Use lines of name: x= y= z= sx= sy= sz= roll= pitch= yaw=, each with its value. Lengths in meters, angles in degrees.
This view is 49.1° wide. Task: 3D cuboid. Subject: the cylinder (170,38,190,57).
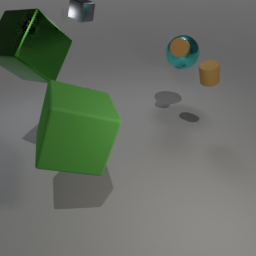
cylinder: x=1.990 y=-3.067 z=10.704 sx=0.700 sy=0.700 sz=0.700 roll=9 pitch=17 yaw=15

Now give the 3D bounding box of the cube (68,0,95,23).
cube: x=-1.774 y=-4.530 z=10.744 sx=0.700 sy=0.700 sz=0.700 roll=30 pitch=37 yaw=22

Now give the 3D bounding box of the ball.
ball: x=2.290 y=-3.170 z=11.778 sx=1.400 sy=1.400 sz=1.400 roll=0 pitch=30 yaw=0

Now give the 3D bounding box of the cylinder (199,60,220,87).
cylinder: x=2.934 y=-1.963 z=10.089 sx=0.700 sy=0.700 sz=0.700 roll=-10 pitch=39 yaw=8

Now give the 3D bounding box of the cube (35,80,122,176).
cube: x=-1.128 y=-0.007 z=6.002 sx=1.400 sy=1.400 sz=1.400 roll=11 pitch=27 yaw=-22

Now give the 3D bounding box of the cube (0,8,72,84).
cube: x=-2.662 y=-2.177 z=7.594 sx=1.400 sy=1.400 sz=1.400 roll=13 pitch=77 yaw=32
